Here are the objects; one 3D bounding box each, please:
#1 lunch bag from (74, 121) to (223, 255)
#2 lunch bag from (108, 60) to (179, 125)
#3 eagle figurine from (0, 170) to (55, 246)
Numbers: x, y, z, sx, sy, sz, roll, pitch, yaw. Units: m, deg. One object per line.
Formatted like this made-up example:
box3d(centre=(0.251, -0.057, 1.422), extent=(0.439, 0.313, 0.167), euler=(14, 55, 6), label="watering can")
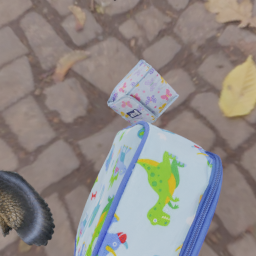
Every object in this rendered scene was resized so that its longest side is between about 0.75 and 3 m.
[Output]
box3d(centre=(0.038, 1.158, 3.900), extent=(1.171, 2.839, 2.282), euler=(25, 84, -6), label="lunch bag")
box3d(centre=(0.265, -0.560, 5.239), extent=(1.047, 0.888, 0.665), euler=(-44, 32, 10), label="lunch bag")
box3d(centre=(-2.002, 1.040, 4.147), extent=(1.288, 1.707, 1.295), euler=(-41, 43, 14), label="eagle figurine")
